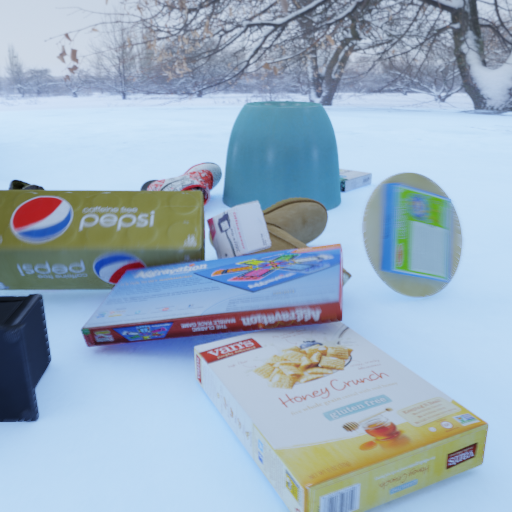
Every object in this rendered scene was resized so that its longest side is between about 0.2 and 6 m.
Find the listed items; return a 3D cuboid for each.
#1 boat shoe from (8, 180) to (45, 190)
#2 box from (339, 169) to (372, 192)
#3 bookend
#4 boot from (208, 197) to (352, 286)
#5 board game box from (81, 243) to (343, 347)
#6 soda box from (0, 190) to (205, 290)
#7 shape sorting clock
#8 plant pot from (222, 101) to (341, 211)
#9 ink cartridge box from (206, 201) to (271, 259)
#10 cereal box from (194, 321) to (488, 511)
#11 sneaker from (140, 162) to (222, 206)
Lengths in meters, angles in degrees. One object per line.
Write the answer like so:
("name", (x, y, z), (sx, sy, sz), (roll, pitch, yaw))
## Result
("boat shoe", (-5.699, -1.355, 14.197), (2.791, 0.905, 1.022), (18, 26, 41))
("box", (2.378, -2.575, 18.400), (2.315, 0.421, 1.671), (14, 24, 37))
("bookend", (-3.832, 0.874, 7.310), (2.671, 1.230, 2.654), (0, 21, -1))
("boot", (0.803, -0.065, 10.540), (2.819, 1.065, 3.219), (-17, 25, -19))
("board game box", (-0.531, 0.537, 8.152), (3.564, 0.347, 1.835), (-7, 25, 13))
("soda box", (-2.887, -0.271, 9.766), (3.985, 1.276, 1.350), (0, 53, -4))
("shape sorting clock", (2.708, -0.365, 9.653), (2.174, 2.174, 0.427), (-12, 1, -31))
("plant pot", (0.724, -2.916, 15.855), (3.450, 2.769, 3.450), (-1, 20, 0))
("ink cartridge box", (-0.306, -0.383, 9.316), (0.461, 0.791, 1.093), (-15, -1, -33))
("cereal box", (0.730, 1.583, 6.284), (2.076, 0.570, 2.885), (-10, 21, -24))
("sneaker", (-1.618, -1.848, 15.557), (1.569, 0.978, 2.928), (18, 30, 39))
